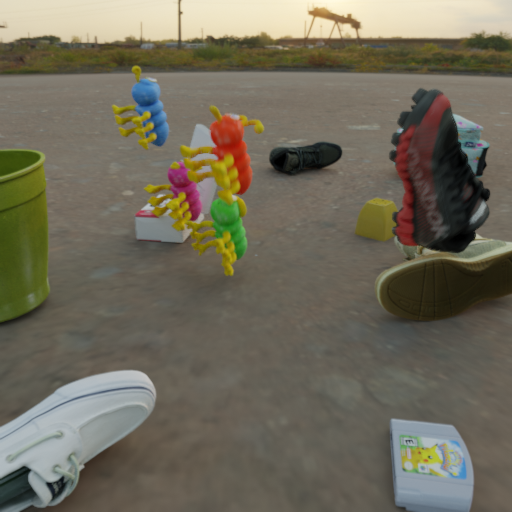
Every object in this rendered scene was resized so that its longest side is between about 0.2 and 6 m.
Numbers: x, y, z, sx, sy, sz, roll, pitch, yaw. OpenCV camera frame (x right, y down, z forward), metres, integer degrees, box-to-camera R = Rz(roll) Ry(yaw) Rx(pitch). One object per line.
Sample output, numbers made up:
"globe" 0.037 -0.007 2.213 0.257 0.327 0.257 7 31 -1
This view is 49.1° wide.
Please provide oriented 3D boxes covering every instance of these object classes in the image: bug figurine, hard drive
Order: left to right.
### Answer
"bug figurine" -1.014 -1.405 9.084 0.947 2.854 3.681 -28 41 -24
"hard drive" -1.024 -1.643 10.649 0.190 1.422 0.938 -7 39 -40

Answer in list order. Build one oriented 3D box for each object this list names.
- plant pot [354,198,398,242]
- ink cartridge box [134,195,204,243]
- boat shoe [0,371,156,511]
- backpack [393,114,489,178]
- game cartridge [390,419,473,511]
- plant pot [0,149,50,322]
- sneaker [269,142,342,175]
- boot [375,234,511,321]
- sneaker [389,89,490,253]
"plant pot" 2.401 -0.747 10.979 0.666 0.682 0.662 19 29 37
"ink cartridge box" -1.709 -0.766 11.135 0.975 0.566 1.321 2 26 12
"boat shoe" -1.877 1.831 4.870 2.339 0.860 0.781 -23 43 -22
"backpack" 4.819 -2.909 14.939 2.199 1.686 1.933 -6 29 -4
"game cartridge" 1.627 1.933 5.216 0.710 0.215 1.065 7 24 7
"plant pot" -3.826 -0.220 7.831 2.138 2.059 2.138 -5 23 2
"sneaker" 1.375 -2.671 15.503 2.054 0.785 1.176 -1 24 4
"boot" 2.642 0.099 8.695 2.570 0.926 1.988 -12 22 -16
"sneaker" 2.356 -0.934 7.005 1.209 2.475 0.875 28 60 34
